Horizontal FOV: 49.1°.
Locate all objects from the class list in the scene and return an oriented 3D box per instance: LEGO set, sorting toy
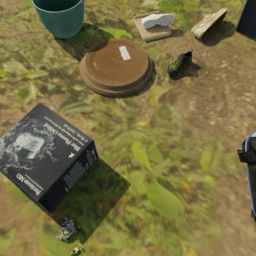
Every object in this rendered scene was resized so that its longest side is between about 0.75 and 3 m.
[{"bbox_3d":[-1.370,2.538,6.682,0.582,0.254,0.897,-39,67,-20],"label":"LEGO set"},{"bbox_3d":[0.895,-3.746,10.352,1.107,0.218,1.196,-16,66,-9],"label":"sorting toy"}]

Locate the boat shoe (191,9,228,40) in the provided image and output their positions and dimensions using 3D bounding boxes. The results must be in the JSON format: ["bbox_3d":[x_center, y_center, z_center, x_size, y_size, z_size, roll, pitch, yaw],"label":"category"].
[{"bbox_3d":[2.980,-3.883,10.204,0.545,0.605,1.678,41,73,19],"label":"boat shoe"}]

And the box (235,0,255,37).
[{"bbox_3d":[5.121,-4.897,9.911,1.464,2.077,2.807,22,61,13],"label":"box"}]

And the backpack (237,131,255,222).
[{"bbox_3d":[4.218,0.840,6.304,2.734,2.502,2.009,-31,24,-26],"label":"backpack"}]

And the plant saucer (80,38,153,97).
[{"bbox_3d":[-0.390,-2.133,9.323,2.490,0.367,2.490,0,59,0],"label":"plant saucer"}]

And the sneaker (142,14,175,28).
[{"bbox_3d":[1.082,-3.983,10.184,1.199,0.451,0.530,-9,47,-4],"label":"sneaker"}]

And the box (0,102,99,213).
[{"bbox_3d":[-2.135,0.723,7.217,1.931,1.153,1.964,33,67,18],"label":"box"}]

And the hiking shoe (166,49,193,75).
[{"bbox_3d":[1.691,-2.195,9.225,1.133,0.570,0.429,-40,68,-20],"label":"hiking shoe"}]

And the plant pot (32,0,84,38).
[{"bbox_3d":[-2.319,-4.036,9.815,1.730,1.389,1.730,0,60,0],"label":"plant pot"}]
